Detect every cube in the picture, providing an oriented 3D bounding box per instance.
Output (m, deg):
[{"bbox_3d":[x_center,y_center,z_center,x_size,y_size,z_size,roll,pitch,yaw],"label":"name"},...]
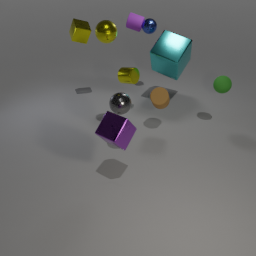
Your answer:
[{"bbox_3d":[-0.314,0.075,7.489,0.700,0.700,0.700,22,78,30],"label":"cube"},{"bbox_3d":[-2.082,-4.198,12.168,0.700,0.700,0.700,2,50,-30],"label":"cube"},{"bbox_3d":[1.972,-3.328,12.862,1.400,1.400,1.400,28,74,19],"label":"cube"}]

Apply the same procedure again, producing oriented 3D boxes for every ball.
[{"bbox_3d":[-0.240,-0.767,8.781,0.700,0.700,0.700,0,30,0],"label":"ball"},{"bbox_3d":[1.004,-4.763,13.111,0.700,0.700,0.700,0,30,0],"label":"ball"},{"bbox_3d":[-0.681,-3.011,8.774,0.700,0.700,0.700,0,30,0],"label":"ball"},{"bbox_3d":[3.733,-1.718,11.068,0.700,0.700,0.700,0,30,0],"label":"ball"}]

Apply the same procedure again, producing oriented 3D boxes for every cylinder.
[{"bbox_3d":[0.030,-2.264,12.091,0.700,0.700,0.700,11,31,37],"label":"cylinder"},{"bbox_3d":[0.343,-5.003,13.257,0.700,0.700,0.700,20,32,2],"label":"cylinder"},{"bbox_3d":[1.246,-1.149,10.873,0.700,0.700,0.700,7,-8,13],"label":"cylinder"}]
